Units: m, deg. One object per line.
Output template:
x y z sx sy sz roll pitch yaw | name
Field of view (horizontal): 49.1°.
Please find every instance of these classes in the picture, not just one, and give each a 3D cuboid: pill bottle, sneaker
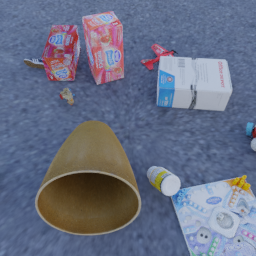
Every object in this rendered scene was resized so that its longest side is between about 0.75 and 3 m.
1.054 1.592 8.696 0.656 0.656 1.170 -22 18 -17 | pill bottle
-4.231 -3.115 13.012 1.094 0.384 0.594 14 56 3 | sneaker

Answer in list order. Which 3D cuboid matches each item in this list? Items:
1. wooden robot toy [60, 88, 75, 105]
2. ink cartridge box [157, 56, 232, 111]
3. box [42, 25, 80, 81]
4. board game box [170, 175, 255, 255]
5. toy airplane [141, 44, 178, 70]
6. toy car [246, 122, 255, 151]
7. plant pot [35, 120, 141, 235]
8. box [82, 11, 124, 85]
-2.445 -1.186 11.366 0.540 0.556 1.225 -22 32 -15 | wooden robot toy
2.601 -1.850 11.453 2.746 1.179 2.011 5 51 3 | ink cartridge box
-2.956 -3.442 12.706 1.228 1.282 2.572 0 50 0 | box
2.852 2.725 8.235 2.583 0.334 2.583 -9 51 -8 | board game box
1.466 -3.262 13.151 1.973 0.363 1.973 -2 46 2 | toy airplane
4.661 0.479 9.912 1.014 0.973 1.100 13 80 27 | toy car
-1.103 1.151 8.313 2.696 2.696 2.893 -3 39 -3 | plant pot
-0.971 -3.279 11.702 1.342 2.615 1.238 -16 52 -13 | box
